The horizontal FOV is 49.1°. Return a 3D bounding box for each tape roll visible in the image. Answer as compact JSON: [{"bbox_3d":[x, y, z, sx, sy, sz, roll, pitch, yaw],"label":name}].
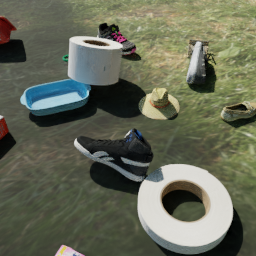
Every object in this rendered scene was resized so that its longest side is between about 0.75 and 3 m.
[{"bbox_3d":[1.619,2.208,8.099,2.711,0.495,2.711,0,43,0],"label":"tape roll"},{"bbox_3d":[-1.476,-3.033,12.524,2.332,1.601,2.332,8,27,-4],"label":"tape roll"}]

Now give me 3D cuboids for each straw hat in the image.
[{"bbox_3d":[1.313,-1.243,11.632,1.852,0.784,1.852,0,43,0],"label":"straw hat"}]

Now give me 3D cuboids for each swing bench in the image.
[{"bbox_3d":[3.748,-4.230,14.972,1.046,0.683,1.052,9,38,10],"label":"swing bench"}]

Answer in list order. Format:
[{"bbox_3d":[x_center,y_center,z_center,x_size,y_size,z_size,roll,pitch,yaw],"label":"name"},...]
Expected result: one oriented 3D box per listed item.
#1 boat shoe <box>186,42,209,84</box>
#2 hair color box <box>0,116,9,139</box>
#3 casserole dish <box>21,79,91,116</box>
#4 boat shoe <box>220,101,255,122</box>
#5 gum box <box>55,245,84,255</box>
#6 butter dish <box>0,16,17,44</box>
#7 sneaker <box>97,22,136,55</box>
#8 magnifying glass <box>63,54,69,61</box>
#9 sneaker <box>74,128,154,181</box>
[{"bbox_3d":[3.458,-3.116,13.598,0.841,1.020,2.973,15,51,7],"label":"boat shoe"},{"bbox_3d":[-5.567,0.469,9.771,1.282,0.774,2.526,16,44,16],"label":"hair color box"},{"bbox_3d":[-2.976,-1.280,11.837,2.900,0.563,1.757,-15,45,-15],"label":"casserole dish"},{"bbox_3d":[4.558,-0.763,11.268,1.768,0.556,0.645,-13,44,-14],"label":"boat shoe"},{"bbox_3d":[-1.549,3.582,6.617,0.812,0.473,1.431,18,46,19],"label":"gum box"},{"bbox_3d":[-7.443,-5.164,15.452,2.097,1.554,2.102,-2,0,-3],"label":"butter dish"},{"bbox_3d":[-0.701,-4.947,15.287,1.056,1.252,2.862,-33,52,-30],"label":"sneaker"},{"bbox_3d":[-2.956,-3.885,14.988,0.509,0.143,1.278,28,51,27],"label":"magnifying glass"},{"bbox_3d":[-0.364,0.489,8.965,2.560,1.432,0.935,26,16,8],"label":"sneaker"}]
